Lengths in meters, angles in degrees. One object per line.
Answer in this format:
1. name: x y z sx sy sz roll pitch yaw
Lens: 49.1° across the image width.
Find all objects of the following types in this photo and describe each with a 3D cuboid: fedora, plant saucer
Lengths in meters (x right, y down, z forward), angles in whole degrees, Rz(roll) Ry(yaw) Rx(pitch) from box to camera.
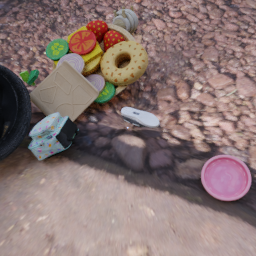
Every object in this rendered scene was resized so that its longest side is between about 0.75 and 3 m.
1. fedora: -3.602 -0.259 6.755 2.673 1.221 2.673 7 67 -17
2. plant saucer: 2.247 1.164 6.471 1.082 0.274 1.082 -6 61 11

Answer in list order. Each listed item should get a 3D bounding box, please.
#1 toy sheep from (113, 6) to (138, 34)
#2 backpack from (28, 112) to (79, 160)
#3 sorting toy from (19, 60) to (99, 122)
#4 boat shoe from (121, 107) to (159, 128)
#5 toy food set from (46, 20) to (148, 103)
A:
1. toy sheep: -0.078 -3.985 10.492 1.035 1.035 1.501 26 43 20
2. backpack: -1.901 0.223 6.841 1.124 0.862 0.988 -33 25 21
3. sorting toy: -1.986 -1.111 7.749 2.016 0.297 1.490 44 88 1
4. boat shoe: 0.319 -0.199 7.421 1.136 0.385 0.408 20 51 25
5. toy food set: -1.032 -2.023 8.475 2.832 0.696 2.861 -34 69 -1
